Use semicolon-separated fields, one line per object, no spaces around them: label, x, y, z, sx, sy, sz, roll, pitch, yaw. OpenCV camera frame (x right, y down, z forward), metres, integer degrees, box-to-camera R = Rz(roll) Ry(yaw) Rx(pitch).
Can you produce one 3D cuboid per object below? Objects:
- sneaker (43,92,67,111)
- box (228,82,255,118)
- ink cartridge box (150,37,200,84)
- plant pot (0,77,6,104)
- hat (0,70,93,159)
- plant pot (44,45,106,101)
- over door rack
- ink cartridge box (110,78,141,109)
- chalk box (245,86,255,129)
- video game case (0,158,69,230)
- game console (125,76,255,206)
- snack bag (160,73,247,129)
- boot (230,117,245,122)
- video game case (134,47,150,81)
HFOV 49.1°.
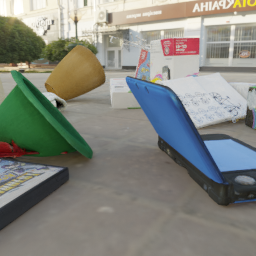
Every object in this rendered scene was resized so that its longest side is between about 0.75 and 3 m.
sneaker;-3.227;-0.878;10.265;1.181;0.926;2.376;14;20;34
box;4.204;-1.019;10.111;0.683;1.198;1.302;-9;16;-26
ink cartridge box;1.794;-2.093;11.131;1.202;2.807;2.072;-5;14;-20
plant pot;-4.465;-1.067;7.406;2.812;2.574;2.812;0;13;0
hat;-2.382;0.376;5.466;2.348;2.667;2.209;-42;36;-4
plant pot;-2.766;-2.408;13.776;2.469;2.301;2.301;-43;34;-23
over door rack;0.120;-2.772;8.937;1.132;0.377;0.836;-8;35;-29
ink cartridge box;-0.081;-1.572;12.448;1.371;0.795;1.893;-2;27;-6
chalk box;4.354;-0.445;7.673;1.253;1.261;2.021;-2;15;-8
video game case;-2.320;0.924;4.018;2.040;0.288;2.257;4;14;19
game console;1.415;-0.058;5.074;2.479;1.718;2.904;-4;15;-11
snack bag;2.743;-1.045;9.400;2.626;0.281;2.476;-11;46;-20
boot;3.687;-0.403;9.488;0.691;0.323;0.889;-2;10;-10
video game case;1.600;-2.400;12.786;2.648;1.894;0.231;26;39;16
